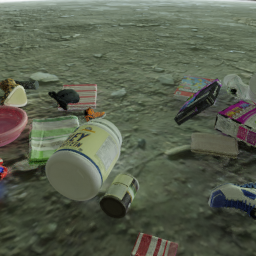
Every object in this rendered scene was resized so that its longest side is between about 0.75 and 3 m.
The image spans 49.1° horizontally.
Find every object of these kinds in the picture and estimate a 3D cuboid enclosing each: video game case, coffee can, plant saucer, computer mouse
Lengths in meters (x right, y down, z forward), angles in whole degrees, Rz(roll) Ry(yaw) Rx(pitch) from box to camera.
[{"bbox_3d":[3.541,-1.972,14.126,1.955,0.239,2.734,11,33,18],"label":"video game case"},{"bbox_3d":[-0.207,1.805,7.564,0.740,0.740,1.011,12,34,18],"label":"coffee can"},{"bbox_3d":[-5.115,-0.007,10.576,2.583,0.655,2.583,0,31,0],"label":"plant saucer"},{"bbox_3d":[-2.036,-1.074,9.598,0.877,0.334,1.267,43,26,8],"label":"computer mouse"}]

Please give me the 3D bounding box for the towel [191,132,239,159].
[{"bbox_3d":[3.067,0.591,9.966,1.630,0.281,1.080,7,32,11],"label":"towel"}]

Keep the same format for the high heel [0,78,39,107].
[{"bbox_3d":[-5.621,-1.580,12.867,2.018,1.011,2.830,1,26,9],"label":"high heel"}]

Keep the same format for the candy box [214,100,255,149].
[{"bbox_3d":[4.851,-0.033,10.476,1.759,0.787,2.580,-24,39,-33],"label":"candy box"}]

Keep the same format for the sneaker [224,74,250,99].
[{"bbox_3d":[5.212,-2.057,13.796,0.859,0.754,2.145,-9,34,-9],"label":"sneaker"}]

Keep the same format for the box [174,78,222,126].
[{"bbox_3d":[2.775,-1.047,10.953,0.407,1.612,2.254,49,36,-6],"label":"box"}]

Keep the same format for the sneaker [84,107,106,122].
[{"bbox_3d":[-1.123,-0.495,9.444,0.361,0.521,0.930,-25,6,33],"label":"sneaker"}]

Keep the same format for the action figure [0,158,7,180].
[{"bbox_3d":[-3.984,1.553,8.270,0.656,0.518,2.005,-8,30,-7],"label":"action figure"}]

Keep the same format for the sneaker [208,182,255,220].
[{"bbox_3d":[3.035,1.952,7.447,1.559,0.630,0.900,-5,30,-10],"label":"sneaker"}]

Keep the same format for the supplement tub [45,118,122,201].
[{"bbox_3d":[-1.184,0.835,8.290,1.622,1.622,2.237,10,33,15],"label":"supplement tub"}]

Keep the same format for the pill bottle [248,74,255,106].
[{"bbox_3d":[5.599,-1.423,11.205,1.341,1.341,2.407,26,4,35],"label":"pill bottle"}]

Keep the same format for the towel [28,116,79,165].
[{"bbox_3d":[-2.667,0.324,10.293,1.915,0.394,2.568,-9,33,-12],"label":"towel"}]

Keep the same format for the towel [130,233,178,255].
[{"bbox_3d":[0.619,2.835,6.523,0.970,0.110,0.699,11,33,17],"label":"towel"}]

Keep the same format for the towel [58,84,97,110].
[{"bbox_3d":[-2.331,-1.464,13.278,1.697,0.347,2.319,-2,35,-3],"label":"towel"}]
